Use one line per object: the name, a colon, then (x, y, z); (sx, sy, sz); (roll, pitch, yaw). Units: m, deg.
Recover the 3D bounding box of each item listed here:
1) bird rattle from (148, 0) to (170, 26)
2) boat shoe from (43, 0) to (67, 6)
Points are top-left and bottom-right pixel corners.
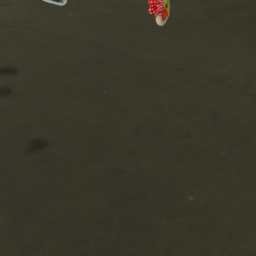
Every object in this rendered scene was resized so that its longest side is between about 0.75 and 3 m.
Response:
bird rattle: (0.659, -2.212, 5.218); (0.425, 0.615, 0.755); (9, 55, 18)
boat shoe: (-3.129, -4.718, 8.903); (2.543, 0.937, 0.816); (19, 25, -42)
